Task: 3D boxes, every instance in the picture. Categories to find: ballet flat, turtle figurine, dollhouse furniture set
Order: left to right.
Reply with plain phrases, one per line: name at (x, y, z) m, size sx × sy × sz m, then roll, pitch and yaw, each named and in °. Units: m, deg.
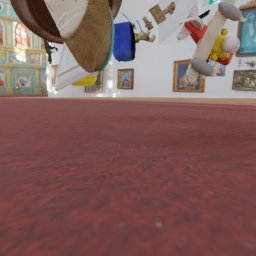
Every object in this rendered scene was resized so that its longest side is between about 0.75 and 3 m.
ballet flat at (-0.850, -2.282, 4.737) m, size 0.976 × 2.877 × 1.041 m, roll -21°, pitch -31°, yaw 37°
turtle figurine at (0.528, -4.176, 12.023) m, size 1.358 × 1.401 × 1.008 m, roll -8°, pitch 14°, yaw -36°
dollhouse furniture set at (0.630, -2.577, 6.179) m, size 0.704 × 0.403 × 0.825 m, roll -32°, pitch 4°, yaw 8°

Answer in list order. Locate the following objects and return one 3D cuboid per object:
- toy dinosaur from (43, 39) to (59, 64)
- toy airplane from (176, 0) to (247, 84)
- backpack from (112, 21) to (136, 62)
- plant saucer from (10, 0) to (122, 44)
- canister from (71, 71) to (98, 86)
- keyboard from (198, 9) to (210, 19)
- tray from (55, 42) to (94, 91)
toy dinosaur at (-2.605, -2.704, 9.231) m, size 0.278 × 1.171 × 0.516 m, roll -18°, pitch 6°, yaw 34°
toy airplane at (2.599, -2.709, 8.530) m, size 2.269 × 2.279 × 1.608 m, roll -28°, pitch 36°, yaw -30°
backpack at (-0.188, -2.428, 8.119) m, size 0.864 × 1.029 × 0.836 m, roll -5°, pitch 7°, yaw 12°
plant saucer at (-1.303, -2.992, 6.305) m, size 2.649 × 2.649 × 0.484 m, roll -3°, pitch 44°, yaw -20°
canister at (-1.475, -2.588, 10.303) m, size 0.845 × 1.953 × 1.451 m, roll 45°, pitch 32°, yaw 21°
keyboard at (2.425, -3.672, 9.573) m, size 0.897 × 0.178 × 0.467 m, roll -32°, pitch -6°, yaw 0°
tray at (-1.043, -1.714, 5.798) m, size 1.054 × 1.963 × 0.218 m, roll -18°, pitch -38°, yaw 28°
